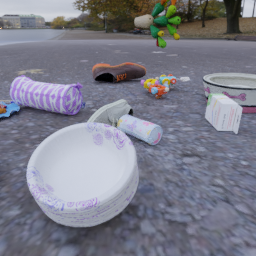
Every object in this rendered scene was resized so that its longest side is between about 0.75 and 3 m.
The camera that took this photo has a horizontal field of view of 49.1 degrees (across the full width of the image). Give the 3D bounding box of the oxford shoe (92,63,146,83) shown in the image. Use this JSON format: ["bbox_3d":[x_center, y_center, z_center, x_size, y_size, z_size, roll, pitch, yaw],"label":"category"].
[{"bbox_3d":[-0.439,-2.796,14.991,2.914,1.037,1.057,-3,44,-2],"label":"oxford shoe"}]

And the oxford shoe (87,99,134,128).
[{"bbox_3d":[-0.518,-0.254,8.495,0.682,0.888,2.362,41,35,11],"label":"oxford shoe"}]

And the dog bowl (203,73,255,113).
[{"bbox_3d":[4.343,-1.414,11.030,2.813,1.037,2.813,0,22,0],"label":"dog bowl"}]

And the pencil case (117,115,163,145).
[{"bbox_3d":[0.316,0.034,7.971,1.361,0.566,0.617,20,32,41],"label":"pencil case"}]

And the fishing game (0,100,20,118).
[{"bbox_3d":[-4.955,-0.668,9.966,2.107,0.457,2.943,3,22,14],"label":"fishing game"}]

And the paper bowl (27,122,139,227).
[{"bbox_3d":[-0.724,0.831,4.906,1.828,0.951,1.828,-5,45,5],"label":"paper bowl"}]

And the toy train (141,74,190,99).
[{"bbox_3d":[1.633,-1.844,12.733,2.403,0.668,1.805,-22,32,-38],"label":"toy train"}]

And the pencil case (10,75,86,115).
[{"bbox_3d":[-2.985,-1.237,10.247,2.764,1.182,1.160,11,-6,21],"label":"pencil case"}]

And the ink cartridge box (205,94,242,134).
[{"bbox_3d":[2.953,-0.469,8.776,0.514,0.894,1.526,2,21,-5],"label":"ink cartridge box"}]

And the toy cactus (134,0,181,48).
[{"bbox_3d":[0.930,-3.263,8.528,1.422,1.723,0.881,6,6,23],"label":"toy cactus"}]
